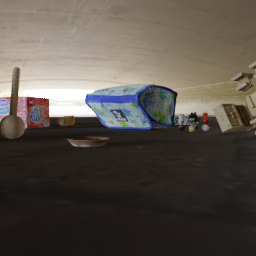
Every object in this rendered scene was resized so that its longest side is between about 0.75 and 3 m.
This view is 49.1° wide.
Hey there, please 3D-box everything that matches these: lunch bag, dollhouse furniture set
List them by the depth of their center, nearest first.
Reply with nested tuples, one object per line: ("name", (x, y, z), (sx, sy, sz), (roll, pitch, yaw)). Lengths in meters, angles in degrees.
("dollhouse furniture set", (3.912, -0.708, 8.455), (1.385, 1.828, 2.085), (-4, -22, -35))
("lunch bag", (0.174, -0.867, 10.701), (2.456, 1.841, 2.889), (2, -6, 36))

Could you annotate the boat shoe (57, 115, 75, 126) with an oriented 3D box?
("boat shoe", (-3.044, -0.386, 13.824), (0.498, 0.531, 1.439), (6, 5, 10))

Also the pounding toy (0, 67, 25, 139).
("pounding toy", (-3.845, -0.448, 6.571), (2.557, 1.974, 1.186), (-1, -23, -28))

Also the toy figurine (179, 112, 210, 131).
("toy figurine", (2.242, -0.186, 9.635), (0.919, 0.649, 0.933), (-8, 8, -29))

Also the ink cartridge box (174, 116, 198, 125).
("ink cartridge box", (2.358, -0.419, 15.078), (2.534, 0.497, 1.260), (0, 4, 25))

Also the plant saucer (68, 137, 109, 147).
("plant saucer", (-0.742, 0.260, 5.281), (0.785, 0.144, 0.785), (0, 4, 0))

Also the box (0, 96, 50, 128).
("box", (-4.703, -0.656, 11.712), (2.664, 1.272, 1.328), (2, 3, 26))
